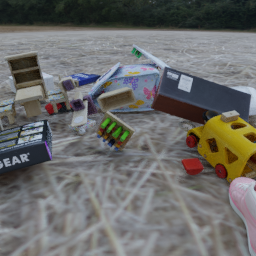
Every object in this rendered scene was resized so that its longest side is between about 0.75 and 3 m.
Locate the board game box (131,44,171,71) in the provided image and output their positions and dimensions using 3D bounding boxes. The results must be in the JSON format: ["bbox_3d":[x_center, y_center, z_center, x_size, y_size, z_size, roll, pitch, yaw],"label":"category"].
[{"bbox_3d":[1.698,-2.381,12.012,2.779,0.359,2.778,43,20,23],"label":"board game box"}]

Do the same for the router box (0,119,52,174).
[{"bbox_3d":[-2.967,0.521,6.789,2.143,0.547,1.598,-15,23,-8],"label":"router box"}]

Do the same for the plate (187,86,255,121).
[{"bbox_3d":[3.676,-1.064,10.785,2.748,0.444,2.742,-4,22,17],"label":"plate"}]

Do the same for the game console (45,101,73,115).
[{"bbox_3d":[-2.685,-0.795,11.189,0.921,0.634,1.068,22,10,-34],"label":"game console"}]

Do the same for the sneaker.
[{"bbox_3d":[2.459,1.283,5.139,0.852,1.184,2.265,2,23,9],"label":"sneaker"}]

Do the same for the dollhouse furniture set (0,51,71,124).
[{"bbox_3d":[-3.757,-1.662,10.459,2.578,1.954,2.941,-15,23,-13],"label":"dollhouse furniture set"}]

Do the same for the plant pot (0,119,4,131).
[{"bbox_3d":[-5.150,-0.229,6.854,2.409,2.721,2.718,5,25,25],"label":"plant pot"}]

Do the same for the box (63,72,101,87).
[{"bbox_3d":[-2.416,-2.691,15.232,1.287,0.344,2.125,18,28,35],"label":"box"}]

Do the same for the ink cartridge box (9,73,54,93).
[{"bbox_3d":[-4.589,-2.126,13.415,1.714,0.750,1.245,-21,32,-37],"label":"ink cartridge box"}]

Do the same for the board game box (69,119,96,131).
[{"bbox_3d":[-1.559,-0.119,9.601,0.525,0.134,0.781,16,28,32],"label":"board game box"}]

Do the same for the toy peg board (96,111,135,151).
[{"bbox_3d":[-0.442,0.197,7.607,0.922,0.919,0.451,35,43,3],"label":"toy peg board"}]

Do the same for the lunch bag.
[{"bbox_3d":[-0.093,-1.718,11.317,2.771,1.762,2.350,-5,21,6],"label":"lunch bag"}]

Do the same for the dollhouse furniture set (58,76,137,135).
[{"bbox_3d":[-0.927,-0.825,9.126,2.249,1.782,1.596,-15,41,8],"label":"dollhouse furniture set"}]

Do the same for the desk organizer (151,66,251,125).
[{"bbox_3d":[2.103,-0.770,8.283,2.658,1.023,0.953,18,67,-3],"label":"desk organizer"}]

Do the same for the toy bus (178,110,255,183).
[{"bbox_3d":[2.467,0.202,7.123,2.449,1.266,2.311,15,37,10],"label":"toy bus"}]
